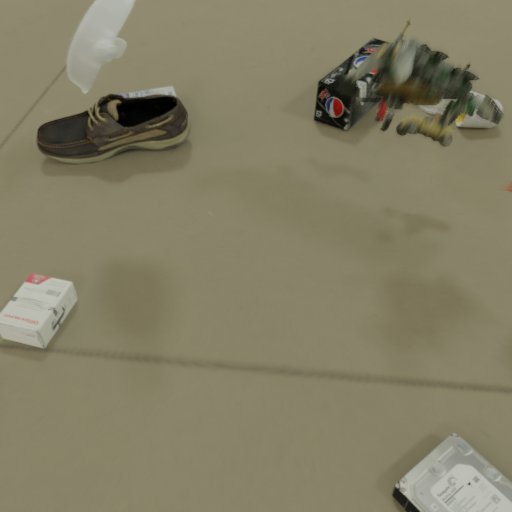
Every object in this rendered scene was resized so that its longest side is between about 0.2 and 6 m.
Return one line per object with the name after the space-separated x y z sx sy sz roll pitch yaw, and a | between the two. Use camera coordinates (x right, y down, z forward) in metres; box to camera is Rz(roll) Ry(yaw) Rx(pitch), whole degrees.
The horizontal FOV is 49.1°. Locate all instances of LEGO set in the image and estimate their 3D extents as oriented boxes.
2.126 -2.266 7.416 1.995 0.871 3.072 18 5 -1 | LEGO set

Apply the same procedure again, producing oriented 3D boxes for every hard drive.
2.213 2.580 5.568 0.995 0.270 1.425 -27 49 -26 | hard drive

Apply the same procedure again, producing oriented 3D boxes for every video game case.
-2.137 -2.951 11.336 1.156 0.290 1.276 -11 45 -11 | video game case

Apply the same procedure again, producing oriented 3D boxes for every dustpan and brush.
-1.823 -2.522 6.678 0.613 1.495 2.142 30 15 -12 | dustpan and brush

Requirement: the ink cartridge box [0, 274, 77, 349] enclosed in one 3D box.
-2.897 0.722 7.427 0.655 0.382 0.900 11 43 11 | ink cartridge box

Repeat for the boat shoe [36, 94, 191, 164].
-2.593 -2.449 10.103 2.776 1.018 1.034 -13 62 -10 | boat shoe

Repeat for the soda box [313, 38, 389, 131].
2.169 -3.589 11.559 0.799 0.893 2.523 26 50 22 | soda box

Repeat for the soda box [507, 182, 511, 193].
3.757 -1.710 5.628 1.025 2.998 0.953 36 54 24 | soda box

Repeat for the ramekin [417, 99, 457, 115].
3.799 -3.318 11.634 0.854 0.416 0.854 0 44 0 | ramekin

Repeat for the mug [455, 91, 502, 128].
4.401 -2.887 11.026 0.717 0.699 0.873 10 50 -1 | mug
